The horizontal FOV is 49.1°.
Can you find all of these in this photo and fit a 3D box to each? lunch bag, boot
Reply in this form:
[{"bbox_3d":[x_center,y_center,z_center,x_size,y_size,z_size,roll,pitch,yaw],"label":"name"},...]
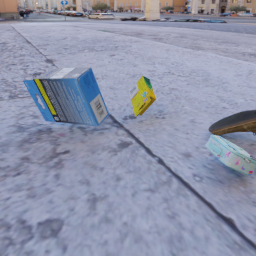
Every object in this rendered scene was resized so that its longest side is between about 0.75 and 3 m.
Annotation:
[{"bbox_3d":[2.322,0.585,6.354,0.915,0.440,1.141,27,11,-19],"label":"lunch bag"},{"bbox_3d":[3.493,-0.033,7.718,2.449,0.924,0.901,-15,19,27],"label":"boot"}]

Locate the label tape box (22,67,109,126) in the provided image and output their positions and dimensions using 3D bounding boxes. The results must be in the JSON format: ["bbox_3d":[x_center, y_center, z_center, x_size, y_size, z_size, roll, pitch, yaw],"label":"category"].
[{"bbox_3d":[-1.785,-0.907,8.109,2.160,1.557,0.684,6,41,33],"label":"label tape box"}]

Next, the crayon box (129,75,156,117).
[{"bbox_3d":[0.473,-0.999,9.190,0.332,0.830,1.308,22,38,-30],"label":"crayon box"}]
